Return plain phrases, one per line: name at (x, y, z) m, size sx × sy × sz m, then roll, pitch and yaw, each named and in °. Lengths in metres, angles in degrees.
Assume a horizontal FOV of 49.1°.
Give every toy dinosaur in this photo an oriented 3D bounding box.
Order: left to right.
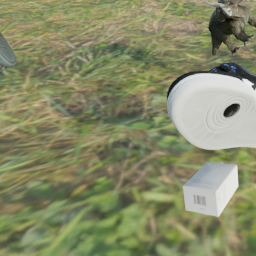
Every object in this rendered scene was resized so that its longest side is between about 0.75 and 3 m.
toy dinosaur at (2.841, -2.903, 7.842) m, size 1.103 × 2.866 × 1.466 m, roll -43°, pitch 88°, yaw 4°

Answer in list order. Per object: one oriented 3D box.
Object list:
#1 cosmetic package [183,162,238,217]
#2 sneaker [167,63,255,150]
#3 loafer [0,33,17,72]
cosmetic package at (1.377, 0.950, 4.575) m, size 0.559 × 0.441 × 1.039 m, roll 1°, pitch 15°, yaw 38°
sneaker at (1.469, -0.518, 4.568) m, size 2.915 × 1.065 × 1.631 m, roll 12°, pitch 36°, yaw -36°
loafer at (-3.535, -2.317, 6.236) m, size 0.762 × 2.422 × 0.870 m, roll -25°, pitch 19°, yaw 16°
